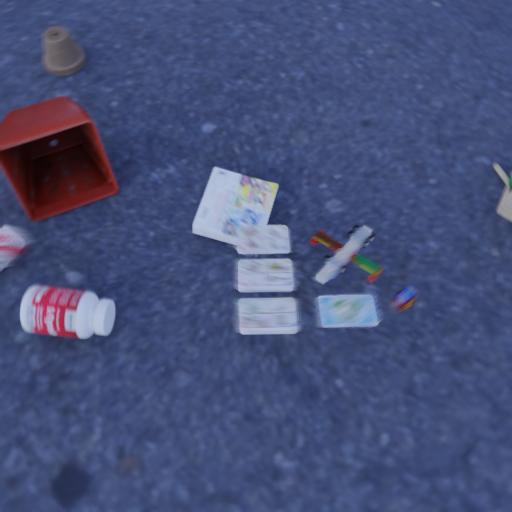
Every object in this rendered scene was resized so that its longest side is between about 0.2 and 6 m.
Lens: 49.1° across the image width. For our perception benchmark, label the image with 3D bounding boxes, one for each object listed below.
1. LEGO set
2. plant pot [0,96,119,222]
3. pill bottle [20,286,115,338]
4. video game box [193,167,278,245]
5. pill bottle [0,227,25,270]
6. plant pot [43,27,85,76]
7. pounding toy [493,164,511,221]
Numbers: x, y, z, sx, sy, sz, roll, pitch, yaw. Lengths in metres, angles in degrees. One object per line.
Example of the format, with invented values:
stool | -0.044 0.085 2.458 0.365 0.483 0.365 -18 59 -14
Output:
LEGO set | 1.058 0.396 8.950 2.712 0.666 2.026 -2 53 -2
plant pot | -3.652 -1.907 10.122 1.667 1.668 1.470 -21 51 -11
pill bottle | -2.981 0.913 8.947 1.318 0.740 0.740 6 61 4
video game box | -0.360 -0.862 10.130 1.239 0.318 1.359 15 62 4
pill bottle | -4.431 -0.061 9.636 0.468 0.468 0.833 30 68 15
plant pot | -4.165 -4.403 11.905 0.872 0.760 0.872 0 62 1
pounding toy | 4.951 -1.135 10.107 1.340 0.952 1.233 30 66 4
